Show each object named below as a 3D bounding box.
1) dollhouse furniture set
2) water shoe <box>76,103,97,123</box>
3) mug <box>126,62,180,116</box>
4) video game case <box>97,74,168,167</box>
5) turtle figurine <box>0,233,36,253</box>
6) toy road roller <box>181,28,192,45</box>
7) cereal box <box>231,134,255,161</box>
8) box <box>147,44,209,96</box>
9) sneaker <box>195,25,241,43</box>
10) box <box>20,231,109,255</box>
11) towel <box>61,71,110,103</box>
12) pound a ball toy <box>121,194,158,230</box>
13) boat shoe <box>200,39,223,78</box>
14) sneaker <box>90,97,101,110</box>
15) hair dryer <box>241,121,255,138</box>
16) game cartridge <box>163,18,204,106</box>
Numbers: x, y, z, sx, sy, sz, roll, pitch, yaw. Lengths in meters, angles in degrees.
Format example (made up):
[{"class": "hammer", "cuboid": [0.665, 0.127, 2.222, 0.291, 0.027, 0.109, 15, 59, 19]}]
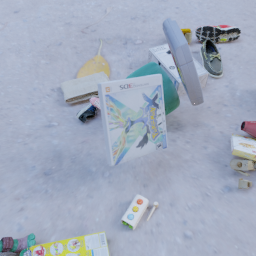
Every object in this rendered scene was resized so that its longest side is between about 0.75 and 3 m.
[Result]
[{"class": "dollhouse furniture set", "cuboid": [3.478, 1.357, 8.343, 0.950, 0.840, 0.528, 8, -5, -45]}, {"class": "water shoe", "cuboid": [-1.320, -0.585, 9.959, 0.447, 0.405, 1.133, 49, 59, 1]}, {"class": "mug", "cuboid": [0.659, -1.045, 9.516, 1.361, 2.201, 1.808, -33, 77, -6]}, {"class": "video game case", "cuboid": [0.201, -0.245, 7.191, 1.879, 2.062, 0.227, -15, 16, -32]}, {"class": "turtle figurine", "cuboid": [-3.263, 2.636, 5.972, 1.241, 2.465, 1.846, -16, 53, 42]}, {"class": "toy road roller", "cuboid": [2.301, -4.223, 12.804, 1.138, 0.699, 0.831, -3, 38, -2]}, {"class": "cereal box", "cuboid": [3.653, 0.585, 8.678, 0.852, 0.234, 1.184, 15, 25, 11]}, {"class": "box", "cuboid": [1.928, -2.424, 11.222, 1.394, 0.719, 2.390, -19, 52, -15]}, {"class": "sneaker", "cuboid": [4.097, -4.412, 13.031, 2.141, 0.824, 0.909, 1, 34, -6]}, {"class": "box", "cuboid": [-1.435, 3.241, 6.500, 2.044, 0.494, 1.199, -6, 50, -12]}, {"class": "towel", "cuboid": [-1.579, -1.560, 10.676, 1.881, 0.324, 1.247, -16, 42, -11]}, {"class": "pound a ball toy", "cuboid": [0.335, 2.220, 7.465, 0.641, 0.418, 0.983, 25, 54, 20]}, {"class": "boat shoe", "cuboid": [3.512, -2.936, 11.726, 0.736, 0.616, 2.061, -3, 50, -3]}, {"class": "sneaker", "cuboid": [-0.936, -0.788, 9.576, 0.807, 0.422, 0.304, 31, 95, -8]}, {"class": "hair dryer", "cuboid": [4.644, 0.467, 8.449, 1.981, 0.707, 2.601, -16, 43, -44]}, {"class": "game cartridge", "cuboid": [1.684, -1.831, 8.323, 0.502, 2.453, 1.633, -25, 48, 9]}]
